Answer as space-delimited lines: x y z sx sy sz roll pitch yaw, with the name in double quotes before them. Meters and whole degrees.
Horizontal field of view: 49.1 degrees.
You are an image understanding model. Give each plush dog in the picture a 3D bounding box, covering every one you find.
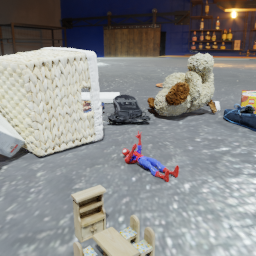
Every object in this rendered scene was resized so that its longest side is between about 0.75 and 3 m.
"plush dog" 2.127 -1.250 11.157 2.523 2.357 2.938 -24 -3 -24

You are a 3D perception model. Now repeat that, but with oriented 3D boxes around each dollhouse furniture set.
"dollhouse furniture set" -0.318 1.438 3.983 0.999 0.757 1.140 -13 22 -35

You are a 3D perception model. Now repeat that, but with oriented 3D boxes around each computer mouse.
"computer mouse" -0.083 -0.626 10.922 1.572 0.598 2.270 0 29 -8

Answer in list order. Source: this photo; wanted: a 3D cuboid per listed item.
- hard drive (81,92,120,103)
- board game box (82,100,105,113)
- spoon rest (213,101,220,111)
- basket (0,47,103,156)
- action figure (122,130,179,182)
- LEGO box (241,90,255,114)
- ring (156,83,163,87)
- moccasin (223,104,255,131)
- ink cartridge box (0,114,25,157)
"hard drive" -1.593 -1.509 13.952 2.341 0.312 1.544 -1 18 -1
"board game box" -2.113 -0.818 11.498 1.917 0.332 1.299 8 25 27
"spoon rest" 3.893 -1.090 12.582 0.582 0.355 1.171 0 19 1
"basket" -2.394 -0.864 8.191 2.708 2.683 2.177 17 29 41
"action figure" 0.425 0.600 6.636 0.538 0.816 1.649 -15 20 -40
"LEGO box" 5.780 -1.022 11.628 2.040 0.787 1.519 6 19 19
"ring" 2.507 -2.725 18.075 1.400 0.134 1.400 0 19 0
"moccasin" 4.308 -0.464 9.984 0.859 0.728 2.136 -8 19 -24
"ink cartridge box" -3.905 -0.460 6.437 2.251 0.696 2.776 41 -2 20
